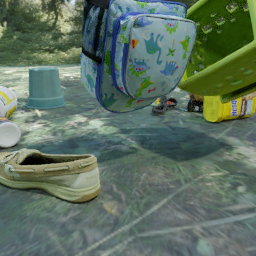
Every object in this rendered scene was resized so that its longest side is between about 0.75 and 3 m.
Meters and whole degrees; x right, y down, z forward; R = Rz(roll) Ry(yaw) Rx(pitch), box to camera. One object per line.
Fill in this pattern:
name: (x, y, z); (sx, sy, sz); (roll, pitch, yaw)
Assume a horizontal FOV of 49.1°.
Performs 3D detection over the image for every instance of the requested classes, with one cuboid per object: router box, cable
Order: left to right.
cable: (1.804, -1.017, 13.974); (1.261, 0.654, 2.597); (18, 31, 3)
router box: (3.679, -1.153, 14.076); (1.243, 0.425, 1.666); (5, 17, 17)

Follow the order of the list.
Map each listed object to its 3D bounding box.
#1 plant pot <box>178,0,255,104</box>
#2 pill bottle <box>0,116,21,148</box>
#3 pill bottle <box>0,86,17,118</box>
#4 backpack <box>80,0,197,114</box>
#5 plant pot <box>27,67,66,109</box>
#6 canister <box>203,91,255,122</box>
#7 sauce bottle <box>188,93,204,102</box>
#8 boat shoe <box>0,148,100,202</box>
plant pot: (3.049, -2.295, 8.075); (2.338, 2.564, 2.576); (19, -30, -34)
pill bottle: (-4.204, 0.061, 9.240); (0.841, 0.841, 1.582); (-13, 20, -37)
pill bottle: (-5.490, -0.970, 11.649); (1.434, 1.434, 2.561); (-2, 16, -6)
backpack: (0.153, -1.862, 7.373); (2.731, 2.984, 2.193); (-12, 40, -35)
plant pot: (-4.382, -2.162, 14.791); (2.025, 1.983, 2.025); (-1, 16, 0)
canister: (4.433, -1.180, 12.060); (2.221, 1.649, 0.961); (-6, 14, -27)
sauce bottle: (4.275, -2.066, 13.042); (2.930, 0.967, 0.967); (-22, 4, 31)
boat shoe: (-1.976, 0.836, 6.370); (3.006, 0.946, 1.096); (9, 19, 29)
